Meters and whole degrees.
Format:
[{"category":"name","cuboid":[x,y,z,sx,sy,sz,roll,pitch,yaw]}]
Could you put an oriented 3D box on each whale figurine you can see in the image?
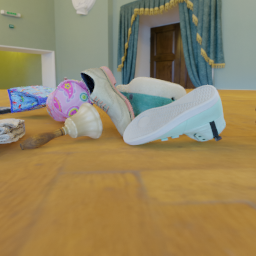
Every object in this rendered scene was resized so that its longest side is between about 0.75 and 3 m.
[{"category":"whale figurine","cuboid":[0.524,-0.712,8.681,2.223,1.450,2.794,8,1,-30]}]

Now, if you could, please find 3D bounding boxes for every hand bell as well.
[{"category":"hand bell","cuboid":[-1.588,0.103,6.469,1.816,0.946,0.946,-23,22,-37]}]

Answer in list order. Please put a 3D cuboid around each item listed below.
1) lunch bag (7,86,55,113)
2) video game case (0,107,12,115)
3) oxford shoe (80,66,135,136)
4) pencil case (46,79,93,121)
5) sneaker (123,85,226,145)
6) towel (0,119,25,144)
[{"category":"lunch bag","cuboid":[-3.394,-1.205,11.059,2.120,0.997,1.596,1,12,37]},{"category":"video game case","cuboid":[-6.581,-0.802,12.764,2.579,0.245,1.842,2,10,17]},{"category":"oxford shoe","cuboid":[-0.556,-0.628,7.255,0.831,0.797,2.252,-12,60,-35]},{"category":"pencil case","cuboid":[-1.908,-0.797,8.842,1.216,1.216,2.781,-4,0,-20]},{"category":"sneaker","cuboid":[1.132,0.092,6.476,2.319,1.368,0.853,-24,41,16]},{"category":"towel","cuboid":[-3.341,0.052,6.237,1.855,0.482,2.799,-2,3,-17]}]
